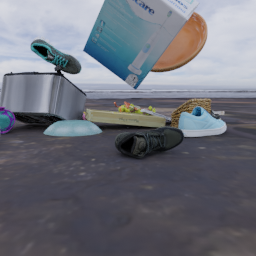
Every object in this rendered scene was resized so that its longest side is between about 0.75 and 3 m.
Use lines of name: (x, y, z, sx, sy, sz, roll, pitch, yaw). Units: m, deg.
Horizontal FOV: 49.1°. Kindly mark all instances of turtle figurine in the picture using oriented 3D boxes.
turtle figurine: (0.354, -0.855, 14.408, 1.999, 0.798, 2.479, 5, 1, -14)

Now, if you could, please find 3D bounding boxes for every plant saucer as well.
plant saucer: (1.479, -3.077, 10.106, 2.795, 2.795, 0.523, 4, -25, 28)
plant saucer: (-1.909, -0.036, 9.765, 2.007, 0.386, 2.007, 0, 8, 0)

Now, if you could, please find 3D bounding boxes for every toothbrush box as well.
toothbrush box: (0.245, -2.814, 7.937, 2.076, 2.836, 1.209, 35, 50, -3)

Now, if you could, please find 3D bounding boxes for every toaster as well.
toaster: (-3.301, -1.119, 10.983, 2.571, 1.687, 2.843, 1, -12, 14)

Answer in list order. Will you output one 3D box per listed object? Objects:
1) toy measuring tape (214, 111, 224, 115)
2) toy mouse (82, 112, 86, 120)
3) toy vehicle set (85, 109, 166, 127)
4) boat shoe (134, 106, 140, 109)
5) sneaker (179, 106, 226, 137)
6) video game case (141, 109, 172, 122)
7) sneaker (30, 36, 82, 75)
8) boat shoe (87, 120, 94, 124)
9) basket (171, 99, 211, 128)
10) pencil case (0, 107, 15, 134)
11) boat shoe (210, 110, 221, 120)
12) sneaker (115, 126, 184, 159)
toy measuring tape: (4.051, -0.723, 14.176, 1.732, 0.637, 0.637, 0, 7, 4)
toy mouse: (-2.762, -0.592, 13.786, 1.922, 0.419, 2.163, -7, 10, -43)
toy vehicle set: (-0.178, -0.407, 11.221, 2.912, 0.386, 1.809, 5, 5, -14)
boat shoe: (0.125, -1.173, 18.100, 1.441, 0.513, 0.451, -7, 7, -16)
sneaker: (2.539, -0.249, 9.225, 2.256, 0.924, 0.834, -7, 11, -43)
video game case: (1.349, -0.544, 12.463, 1.500, 0.135, 1.074, 19, 1, -6)
sneaker: (-2.991, -2.842, 11.430, 2.279, 0.884, 1.040, 29, 21, -9)
boat shoe: (-1.764, -0.177, 11.070, 0.830, 0.260, 0.295, -10, 15, -13)
basket: (2.349, -0.559, 10.703, 1.562, 1.163, 1.115, -9, 11, -44)
pencil case: (-4.811, -0.329, 9.848, 2.002, 0.925, 0.852, 7, 11, 40)
boat shoe: (3.918, -0.592, 13.182, 0.645, 0.607, 1.797, 4, 7, 37)
sneaker: (0.511, 0.333, 6.155, 1.588, 0.607, 0.909, -3, 9, -4)
